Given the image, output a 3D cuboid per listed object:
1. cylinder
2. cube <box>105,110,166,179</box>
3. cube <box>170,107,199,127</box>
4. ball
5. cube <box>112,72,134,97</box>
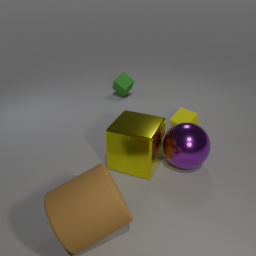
[{"bbox_3d":[-0.823,1.681,5.987,1.400,1.400,1.400,-29,35,-5],"label":"cylinder"},{"bbox_3d":[0.256,0.457,8.513,1.400,1.400,1.400,12,32,20],"label":"cube"},{"bbox_3d":[2.017,-0.176,9.969,0.700,0.700,0.700,27,64,37],"label":"cube"},{"bbox_3d":[1.749,0.525,8.394,1.400,1.400,1.400,0,30,0],"label":"ball"},{"bbox_3d":[-0.225,-2.028,13.021,0.700,0.700,0.700,40,68,6],"label":"cube"}]
